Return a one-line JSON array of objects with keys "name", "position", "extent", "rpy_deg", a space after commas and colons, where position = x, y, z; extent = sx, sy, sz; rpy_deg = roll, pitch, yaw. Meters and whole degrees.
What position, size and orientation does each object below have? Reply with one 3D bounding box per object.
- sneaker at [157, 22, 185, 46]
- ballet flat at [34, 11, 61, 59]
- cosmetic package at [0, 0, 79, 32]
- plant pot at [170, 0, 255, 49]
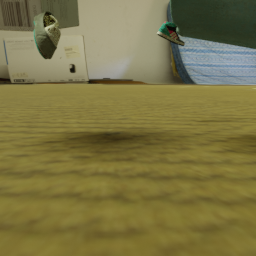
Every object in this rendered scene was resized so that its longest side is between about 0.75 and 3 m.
[{"name": "sneaker", "position": [1.469, -3.049, 8.844], "extent": [1.069, 0.645, 0.447], "rpy_deg": [15, 17, -31]}, {"name": "ballet flat", "position": [-1.428, -1.733, 5.013], "extent": [0.445, 0.471, 1.397], "rpy_deg": [-29, 45, 6]}, {"name": "cosmetic package", "position": [-2.050, -2.913, 6.282], "extent": [1.309, 1.310, 1.588], "rpy_deg": [7, 25, 15]}, {"name": "plant pot", "position": [2.433, -2.746, 5.387], "extent": [2.747, 2.804, 2.804], "rpy_deg": [14, 16, 25]}]
